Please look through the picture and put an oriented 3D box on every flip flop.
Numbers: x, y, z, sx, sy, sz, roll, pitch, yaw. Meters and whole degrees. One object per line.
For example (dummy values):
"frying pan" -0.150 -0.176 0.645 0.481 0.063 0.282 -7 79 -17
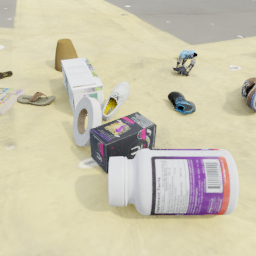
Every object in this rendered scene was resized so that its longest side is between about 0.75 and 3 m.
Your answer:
"flip flop" -3.646 -1.216 11.078 1.537 0.442 0.623 6 35 8

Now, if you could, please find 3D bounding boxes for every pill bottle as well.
"pill bottle" 0.947 1.247 6.547 2.764 1.540 1.540 0 35 0

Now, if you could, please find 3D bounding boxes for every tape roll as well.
"tape roll" -1.288 -0.184 8.658 0.285 1.559 1.559 6 27 -34

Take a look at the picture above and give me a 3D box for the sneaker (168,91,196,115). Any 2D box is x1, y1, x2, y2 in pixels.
"sneaker" 1.931 -0.974 10.669 0.575 0.514 1.404 -21 40 -27

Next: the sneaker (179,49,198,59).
"sneaker" 3.257 -3.931 14.999 1.184 0.464 0.533 -20 42 -25

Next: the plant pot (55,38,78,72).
"plant pot" -3.051 -3.621 13.745 1.283 1.377 1.283 -1 35 1

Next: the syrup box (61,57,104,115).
"syrup box" -1.858 -1.726 11.178 1.194 1.155 2.933 -11 36 -16

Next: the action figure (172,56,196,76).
"action figure" 2.711 -3.020 13.398 0.940 0.807 1.582 23 38 13

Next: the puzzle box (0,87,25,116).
"puzzle box" -5.045 -1.093 11.091 1.183 0.226 1.778 7 35 9

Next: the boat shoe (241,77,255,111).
"boat shoe" 5.055 -1.416 10.987 1.068 1.066 2.950 20 29 34

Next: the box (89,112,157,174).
"box" -0.134 0.386 8.206 1.755 1.073 0.931 -22 40 -28

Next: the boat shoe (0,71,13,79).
"boat shoe" -5.893 -2.474 13.063 0.953 0.341 0.363 -16 23 -34

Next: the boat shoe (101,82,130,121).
"boat shoe" -0.434 -1.046 9.956 0.608 0.702 1.647 36 76 0
